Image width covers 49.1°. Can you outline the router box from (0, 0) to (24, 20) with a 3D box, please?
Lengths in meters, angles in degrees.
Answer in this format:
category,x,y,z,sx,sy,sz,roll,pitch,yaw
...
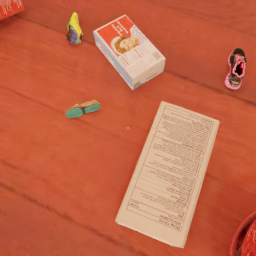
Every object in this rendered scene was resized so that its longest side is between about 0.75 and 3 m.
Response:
category,x,y,z,sx,sy,sz,roll,pitch,yaw
router box,-4.918,-3.900,8.184,2.477,0.674,2.760,-38,65,-26

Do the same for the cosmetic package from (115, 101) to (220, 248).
category,x,y,z,sx,sy,sz,roll,pitch,yaw
cosmetic package,0.862,0.993,6.147,1.417,1.196,2.742,22,69,7

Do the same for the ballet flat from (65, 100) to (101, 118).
category,x,y,z,sx,sy,sz,roll,pitch,yaw
ballet flat,-1.195,-0.515,7.361,0.948,0.334,0.310,-13,41,-9

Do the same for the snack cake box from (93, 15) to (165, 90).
category,x,y,z,sx,sy,sz,roll,pitch,yaw
snack cake box,0.020,-2.136,7.826,1.100,0.643,1.914,-33,70,-11

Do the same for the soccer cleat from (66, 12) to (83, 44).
category,x,y,z,sx,sy,sz,roll,pitch,yaw
soccer cleat,-1.575,-2.967,8.406,0.480,0.371,1.146,13,59,-27

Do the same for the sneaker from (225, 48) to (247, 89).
category,x,y,z,sx,sy,sz,roll,pitch,yaw
sneaker,3.036,-1.733,7.667,0.526,0.636,1.333,12,66,7

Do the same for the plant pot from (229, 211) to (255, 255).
category,x,y,z,sx,sy,sz,roll,pitch,yaw
plant pot,3.305,2.525,4.814,2.734,2.490,2.734,0,66,0
